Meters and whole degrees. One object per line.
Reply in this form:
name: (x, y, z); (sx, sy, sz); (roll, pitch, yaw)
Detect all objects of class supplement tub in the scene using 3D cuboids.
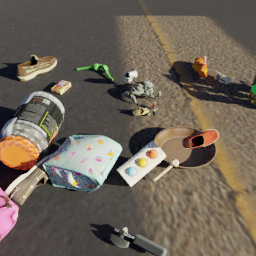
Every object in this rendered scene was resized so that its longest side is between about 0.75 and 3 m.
supplement tub: (-3.271, 0.055, 9.565); (1.611, 1.611, 2.631); (4, 38, 5)

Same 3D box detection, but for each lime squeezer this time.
lime squeezer: (-1.549, -2.975, 14.525); (2.235, 0.422, 0.789); (21, 74, 23)

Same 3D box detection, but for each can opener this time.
can opener: (0.254, 2.901, 7.031); (1.440, 0.379, 0.479); (15, 76, 21)

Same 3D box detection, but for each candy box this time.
candy box: (-3.132, -1.908, 13.165); (0.510, 0.247, 0.874); (15, 42, 18)

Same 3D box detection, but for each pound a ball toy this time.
pound a ball toy: (0.640, 1.156, 8.466); (1.650, 0.701, 1.076); (-38, 79, -9)

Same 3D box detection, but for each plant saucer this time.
plant saucer: (1.939, 0.731, 9.694); (2.134, 0.390, 2.134); (0, 37, 0)

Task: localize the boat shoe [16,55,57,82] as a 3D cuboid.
boat shoe: (-4.628, -3.297, 14.370); (0.930, 0.932, 2.519); (18, 42, 22)

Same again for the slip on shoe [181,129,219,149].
slip on shoe: (2.075, 0.325, 7.826); (1.216, 0.450, 0.372); (-12, 6, -22)

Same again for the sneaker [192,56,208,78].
sneaker: (3.719, -3.078, 14.448); (0.767, 0.726, 1.990); (-8, 29, 18)

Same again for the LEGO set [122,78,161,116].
LEGO set: (0.698, -1.513, 12.227); (1.708, 0.745, 2.630); (-13, 38, -12)

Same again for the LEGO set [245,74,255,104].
LEGO set: (6.561, -1.589, 12.105); (2.973, 1.722, 2.286); (5, 68, 12)

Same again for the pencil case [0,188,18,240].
pencil case: (-4.095, 1.855, 7.618); (2.871, 1.303, 1.345); (33, 38, 32)

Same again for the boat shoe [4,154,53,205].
boat shoe: (-2.764, 1.503, 8.492); (0.610, 0.737, 2.051); (42, 34, 1)

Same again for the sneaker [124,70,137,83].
sneaker: (-0.002, -2.380, 12.923); (0.515, 1.036, 0.404); (-6, 78, -25)

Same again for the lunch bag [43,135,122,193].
lunch bag: (-1.266, 1.053, 8.533); (1.913, 1.166, 1.629); (3, 36, 26)

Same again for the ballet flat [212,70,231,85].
ballet flat: (4.528, -2.492, 13.824); (0.427, 0.427, 1.189); (-24, 44, -27)
